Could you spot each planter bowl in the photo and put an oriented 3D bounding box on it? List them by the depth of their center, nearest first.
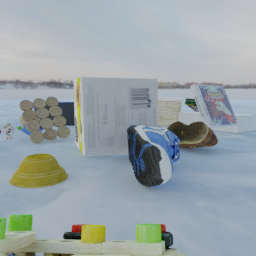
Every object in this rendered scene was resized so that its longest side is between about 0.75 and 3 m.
[{"bbox_3d":[-1.598,0.709,5.058,1.015,0.423,1.015,1,8,0],"label":"planter bowl"}]

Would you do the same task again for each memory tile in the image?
[{"bbox_3d":[-2.630,-0.285,8.822,1.266,1.652,0.139,-13,-28,-28],"label":"memory tile"}]

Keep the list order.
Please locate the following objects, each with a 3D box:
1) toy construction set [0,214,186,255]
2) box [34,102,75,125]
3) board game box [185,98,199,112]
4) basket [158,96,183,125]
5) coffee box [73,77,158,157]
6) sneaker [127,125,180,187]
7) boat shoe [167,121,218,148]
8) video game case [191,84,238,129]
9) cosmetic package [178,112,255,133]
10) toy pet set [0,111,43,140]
[{"bbox_3d":[-0.253,0.941,1.660,1.912,0.881,1.254,10,-13,17],"label":"toy construction set"},{"bbox_3d":[-2.829,-0.717,13.313,2.653,1.046,1.872,1,10,2],"label":"box"},{"bbox_3d":[3.890,-0.810,13.164,1.448,0.324,2.764,6,-10,38],"label":"board game box"},{"bbox_3d":[1.625,-0.821,12.684,1.553,1.249,1.540,6,7,6],"label":"basket"},{"bbox_3d":[-0.419,-0.381,7.516,1.893,1.890,1.872,-2,8,-17],"label":"coffee box"},{"bbox_3d":[0.543,0.360,5.394,1.027,1.010,2.667,-4,9,-3],"label":"sneaker"},{"bbox_3d":[1.656,0.266,7.781,0.682,0.727,2.021,32,-12,-19],"label":"boat shoe"},{"bbox_3d":[2.949,-0.725,9.455,1.710,1.558,0.196,-4,-18,-39],"label":"video game case"},{"bbox_3d":[3.677,-0.301,11.425,1.963,0.673,2.603,-7,11,-43],"label":"cosmetic package"},{"bbox_3d":[-3.377,0.062,9.432,1.348,0.767,1.444,-33,-6,28],"label":"toy pet set"}]
